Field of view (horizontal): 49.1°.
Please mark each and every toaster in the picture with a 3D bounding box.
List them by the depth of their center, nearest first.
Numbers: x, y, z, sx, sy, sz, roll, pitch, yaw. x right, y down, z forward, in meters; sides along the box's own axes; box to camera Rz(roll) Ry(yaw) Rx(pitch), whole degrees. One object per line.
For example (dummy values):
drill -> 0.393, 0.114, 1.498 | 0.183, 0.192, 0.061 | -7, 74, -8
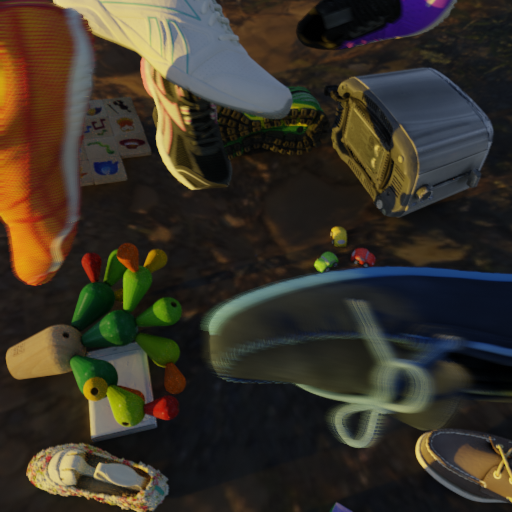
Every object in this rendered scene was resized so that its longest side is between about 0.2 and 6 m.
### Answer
toaster -> 2.560, -2.085, 9.559 | 1.869, 1.644, 2.894 | -15, 52, -16

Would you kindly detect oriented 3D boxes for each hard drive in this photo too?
hard drive -> -1.829, 1.786, 7.520 | 0.817, 0.165, 1.238 | -11, 54, -8

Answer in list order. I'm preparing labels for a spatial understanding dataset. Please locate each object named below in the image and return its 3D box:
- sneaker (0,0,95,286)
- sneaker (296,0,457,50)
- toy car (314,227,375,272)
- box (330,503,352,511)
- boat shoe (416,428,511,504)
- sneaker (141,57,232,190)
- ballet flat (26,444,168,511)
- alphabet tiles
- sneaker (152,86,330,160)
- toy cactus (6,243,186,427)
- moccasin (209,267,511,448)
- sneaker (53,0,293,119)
sneaker -> -2.496, -1.070, 5.996 | 1.277, 3.310, 1.208 | 0, 37, -22
sneaker -> 1.457, -3.207, 7.448 | 1.183, 0.827, 2.378 | -22, 14, -33
toy car -> 1.311, -0.040, 8.869 | 0.884, 0.210, 0.940 | -31, 59, -21
box -> 0.877, 3.823, 5.790 | 1.199, 0.494, 2.043 | 24, 58, 18
boat shoe -> 3.101, 2.573, 6.588 | 2.334, 0.695, 0.839 | 20, 55, 14
sneaker -> -0.955, -2.061, 7.838 | 0.949, 1.020, 2.363 | -24, 89, -28
ballet flat -> -1.915, 2.565, 6.680 | 1.791, 0.572, 0.677 | 7, 53, 6
alphabet tiles -> -3.814, -2.218, 10.255 | 3.445, 0.130, 2.880 | -11, 53, -20
sneaker -> -0.318, -2.542, 10.308 | 3.132, 1.222, 1.334 | -2, 45, -12
toy cactus -> -2.157, 1.062, 7.427 | 2.377, 1.473, 2.881 | -19, 58, 1
moccasin -> 0.956, 0.562, 3.164 | 2.411, 0.970, 0.822 | -4, 61, -6
sneaker -> -0.852, -2.728, 6.618 | 3.182, 1.275, 1.119 | 33, 16, 2
